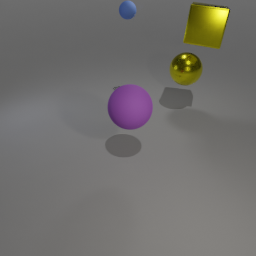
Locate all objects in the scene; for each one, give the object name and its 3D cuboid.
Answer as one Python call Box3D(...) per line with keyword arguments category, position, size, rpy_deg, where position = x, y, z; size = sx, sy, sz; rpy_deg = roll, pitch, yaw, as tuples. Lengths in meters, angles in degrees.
Box3D(category="ball", position=(0.066, -0.645, 8.663), size=(1.400, 1.400, 1.400), rpy_deg=(0, 31, 0))
Box3D(category="ball", position=(2.475, -2.519, 11.977), size=(1.400, 1.400, 1.400), rpy_deg=(0, 31, 0))
Box3D(category="ball", position=(-0.017, -4.731, 11.246), size=(0.700, 0.700, 0.700), rpy_deg=(0, 31, 0))
Box3D(category="cube", position=(3.007, -3.984, 10.805), size=(1.400, 1.400, 1.400), rpy_deg=(13, 29, 10))
